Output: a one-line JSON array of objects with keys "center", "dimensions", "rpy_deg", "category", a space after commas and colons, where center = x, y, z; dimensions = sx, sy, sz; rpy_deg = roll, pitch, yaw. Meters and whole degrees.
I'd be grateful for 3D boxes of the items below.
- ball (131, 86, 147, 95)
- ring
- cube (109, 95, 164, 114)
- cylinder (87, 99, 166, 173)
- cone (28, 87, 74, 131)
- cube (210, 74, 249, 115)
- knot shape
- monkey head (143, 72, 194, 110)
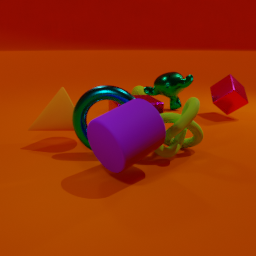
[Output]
[{"center": [0.505, -1.551, 12.657], "dimensions": [0.706, 0.706, 0.706], "rpy_deg": [0, 17, 0], "category": "ball"}, {"center": [-0.471, -0.158, 6.599], "dimensions": [1.704, 1.704, 0.341], "rpy_deg": [1, 18, 4], "category": "ring"}, {"center": [0.175, -0.192, 7.544], "dimensions": [1.199, 1.199, 1.199], "rpy_deg": [-4, 18, -15], "category": "cube"}, {"center": [-0.032, 0.136, 5.517], "dimensions": [1.127, 1.127, 1.127], "rpy_deg": [-30, 31, -33], "category": "cylinder"}, {"center": [-2.002, -0.223, 7.276], "dimensions": [1.281, 1.277, 1.277], "rpy_deg": [-27, 24, -12], "category": "cone"}, {"center": [3.656, -1.200, 10.168], "dimensions": [0.898, 0.898, 0.898], "rpy_deg": [32, 43, -27], "category": "cube"}, {"center": [1.097, 0.079, 6.590], "dimensions": [1.473, 1.574, 0.727], "rpy_deg": [-23, 46, -26], "category": "knot shape"}, {"center": [1.678, -1.450, 10.949], "dimensions": [1.962, 1.411, 1.182], "rpy_deg": [-13, -7, 20], "category": "monkey head"}]
